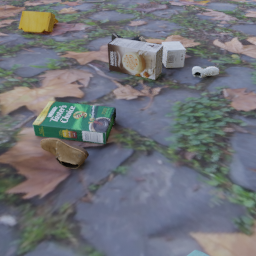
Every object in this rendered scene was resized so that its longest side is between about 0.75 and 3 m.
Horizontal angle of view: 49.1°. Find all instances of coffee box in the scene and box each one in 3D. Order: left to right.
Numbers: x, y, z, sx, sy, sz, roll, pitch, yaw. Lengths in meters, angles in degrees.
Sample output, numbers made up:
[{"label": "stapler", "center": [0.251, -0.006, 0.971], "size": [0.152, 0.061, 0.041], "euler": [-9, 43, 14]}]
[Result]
[{"label": "coffee box", "center": [-1.632, -0.213, 8.785], "size": [2.282, 0.502, 1.403], "euler": [7, 38, 9]}, {"label": "coffee box", "center": [0.302, -2.916, 11.711], "size": [2.159, 1.235, 0.861], "euler": [15, 41, 21]}]

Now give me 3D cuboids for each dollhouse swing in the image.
[{"label": "dollhouse swing", "center": [-5.123, -6.003, 16.458], "size": [1.753, 1.541, 1.593], "euler": [6, 80, 8]}]

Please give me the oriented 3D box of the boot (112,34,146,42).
[{"label": "boot", "center": [0.043, -4.304, 13.990], "size": [1.279, 0.622, 1.699], "euler": [-21, 46, -24]}]

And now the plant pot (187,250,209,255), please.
[{"label": "plant pot", "center": [1.377, 2.752, 4.729], "size": [0.836, 0.836, 1.183], "euler": [-22, 35, -25]}]

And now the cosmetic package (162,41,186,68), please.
[{"label": "cosmetic package", "center": [1.991, -3.283, 12.493], "size": [0.837, 0.842, 1.006], "euler": [-5, 38, -6]}]

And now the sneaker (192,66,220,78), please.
[{"label": "sneaker", "center": [3.200, -2.246, 11.574], "size": [1.111, 0.421, 0.511], "euler": [4, 45, 17]}]

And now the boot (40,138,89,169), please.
[{"label": "boot", "center": [-1.851, 0.678, 7.635], "size": [1.470, 0.541, 0.555], "euler": [15, 48, 18]}]
